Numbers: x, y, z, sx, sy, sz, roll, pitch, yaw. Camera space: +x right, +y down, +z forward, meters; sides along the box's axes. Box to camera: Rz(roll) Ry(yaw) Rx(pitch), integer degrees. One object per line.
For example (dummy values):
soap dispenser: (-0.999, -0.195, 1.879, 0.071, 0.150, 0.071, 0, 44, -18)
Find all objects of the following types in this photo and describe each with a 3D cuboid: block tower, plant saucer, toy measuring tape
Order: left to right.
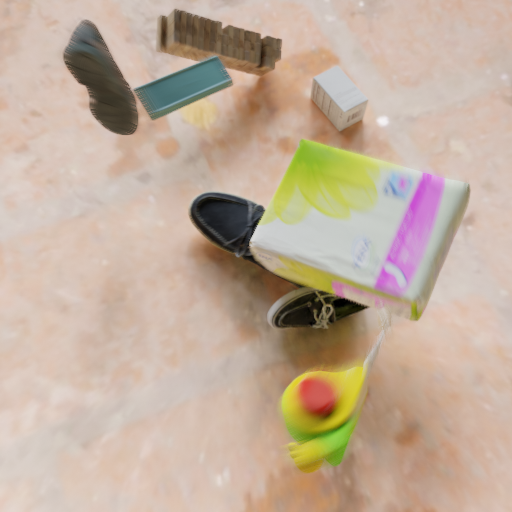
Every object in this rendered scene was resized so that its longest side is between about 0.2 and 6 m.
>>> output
plant saucer: (-1.080, -2.644, 8.673, 1.617, 0.153, 0.565, -33, 92, -28)
block tower: (-0.646, -3.868, 10.273, 2.278, 0.659, 0.615, 3, 90, -28)
toy measuring tape: (0.876, 1.410, 6.443, 0.857, 0.857, 2.329, 24, 49, 11)

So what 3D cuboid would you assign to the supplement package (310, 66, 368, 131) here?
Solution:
supplement package: (1.534, -2.938, 10.455, 0.575, 0.577, 0.983, -30, 69, -13)

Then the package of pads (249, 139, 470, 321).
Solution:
package of pads: (1.428, -0.383, 8.053, 2.621, 0.894, 2.025, 20, 72, 23)

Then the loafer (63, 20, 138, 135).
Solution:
loafer: (-2.234, -2.635, 8.514, 0.763, 2.123, 0.668, 4, 71, 5)

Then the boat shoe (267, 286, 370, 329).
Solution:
boat shoe: (1.028, 0.834, 8.656, 1.689, 0.623, 0.577, -12, 33, -14)

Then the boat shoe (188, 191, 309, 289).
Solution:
boat shoe: (0.034, -0.326, 9.060, 2.647, 0.824, 0.988, 32, 84, 13)
